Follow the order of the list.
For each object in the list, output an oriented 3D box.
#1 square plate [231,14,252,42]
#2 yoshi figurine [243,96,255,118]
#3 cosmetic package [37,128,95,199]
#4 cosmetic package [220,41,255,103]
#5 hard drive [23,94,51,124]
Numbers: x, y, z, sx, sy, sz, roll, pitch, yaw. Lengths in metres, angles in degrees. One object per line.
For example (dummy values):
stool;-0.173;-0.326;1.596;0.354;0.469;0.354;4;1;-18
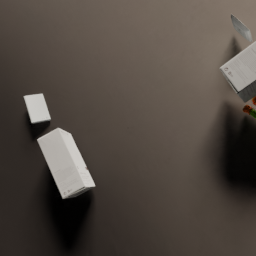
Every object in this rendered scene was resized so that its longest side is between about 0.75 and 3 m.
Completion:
square plate;3.143;-2.757;7.799;0.107;0.752;0.745;-42;64;16
yoshi figurine;3.598;-0.310;7.117;0.717;0.720;1.281;-24;52;-27
cosmetic package;-1.506;0.877;6.907;0.645;0.897;1.590;-27;78;3
cosmetic package;3.397;-1.621;6.721;2.073;1.170;0.841;-36;66;22
hard drive;-2.469;-0.534;7.609;0.519;0.103;0.788;-13;74;-31
